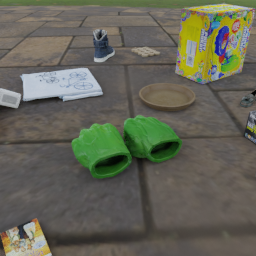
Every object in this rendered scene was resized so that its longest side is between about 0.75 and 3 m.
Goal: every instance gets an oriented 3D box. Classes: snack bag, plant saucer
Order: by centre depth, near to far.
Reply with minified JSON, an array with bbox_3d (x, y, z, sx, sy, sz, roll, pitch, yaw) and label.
[{"bbox_3d":[1.405,-1.124,10.167,2.024,0.298,2.024,1,31,0],"label":"plant saucer"},{"bbox_3d":[-2.721,-1.732,11.155,2.940,0.315,2.772,-10,32,-17],"label":"snack bag"}]

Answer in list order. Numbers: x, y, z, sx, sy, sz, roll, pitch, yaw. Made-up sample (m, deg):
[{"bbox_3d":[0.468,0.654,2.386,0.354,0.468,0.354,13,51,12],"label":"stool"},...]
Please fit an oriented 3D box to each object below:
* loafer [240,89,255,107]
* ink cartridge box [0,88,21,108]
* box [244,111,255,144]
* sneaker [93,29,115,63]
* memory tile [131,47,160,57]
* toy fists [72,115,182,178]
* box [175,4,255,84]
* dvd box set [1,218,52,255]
[{"bbox_3d":[4.397,-1.116,10.072,0.425,0.372,1.183,26,40,36],"label":"loafer"},{"bbox_3d":[-5.177,-1.320,9.360,2.421,0.606,1.948,19,3,26],"label":"ink cartridge box"},{"bbox_3d":[3.674,0.111,7.620,0.228,0.824,1.028,-14,35,-20],"label":"box"},{"bbox_3d":[-1.214,-4.369,14.401,0.779,1.481,2.049,5,30,12],"label":"sneaker"},{"bbox_3d":[0.947,-4.166,15.344,1.114,0.122,1.453,-17,36,-25],"label":"memory tile"},{"bbox_3d":[-0.039,0.393,7.112,2.708,0.931,1.381,-13,41,-23],"label":"toy fists"},{"bbox_3d":[3.644,-3.661,11.961,2.642,2.743,1.673,-20,37,-30],"label":"box"},{"bbox_3d":[-1.826,2.104,4.994,0.691,0.139,0.944,-18,35,-25],"label":"dvd box set"}]
